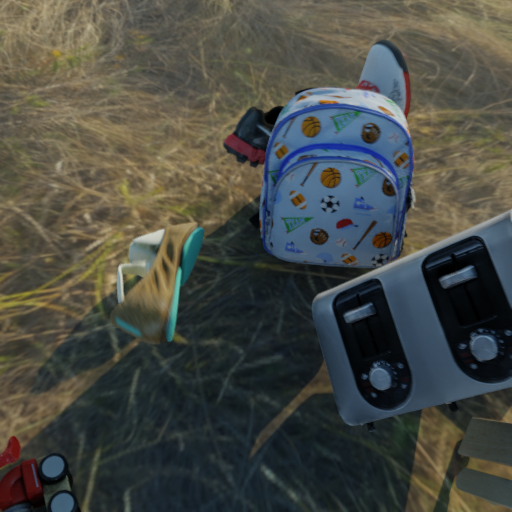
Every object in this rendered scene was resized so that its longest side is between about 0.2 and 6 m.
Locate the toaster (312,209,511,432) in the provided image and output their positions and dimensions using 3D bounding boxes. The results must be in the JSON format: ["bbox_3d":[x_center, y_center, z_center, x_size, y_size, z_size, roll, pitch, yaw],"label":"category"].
[{"bbox_3d":[2.948,0.851,7.867,3.396,3.070,2.015,-3,71,-50],"label":"toaster"}]

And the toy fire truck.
[{"bbox_3d":[-3.363,3.855,7.879,1.730,1.113,1.523,-15,57,-22],"label":"toy fire truck"}]

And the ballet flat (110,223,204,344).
[{"bbox_3d":[-1.496,0.232,8.376,1.041,0.976,2.879,12,33,-2],"label":"ballet flat"}]

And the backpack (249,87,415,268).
[{"bbox_3d":[1.367,-1.330,9.774,3.111,2.963,2.397,2,27,3],"label":"backpack"}]

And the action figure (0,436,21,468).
[{"bbox_3d":[-4.871,3.470,7.972,3.039,0.994,0.785,-37,32,-6],"label":"action figure"}]

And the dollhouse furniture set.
[{"bbox_3d":[3.970,3.599,8.313,1.671,1.362,1.590,36,71,-11],"label":"dollhouse furniture set"}]

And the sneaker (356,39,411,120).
[{"bbox_3d":[2.024,-2.505,10.846,1.586,2.958,0.988,-25,45,-20],"label":"sneaker"}]

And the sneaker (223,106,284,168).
[{"bbox_3d":[0.623,-2.281,11.250,2.554,1.248,0.903,10,24,-36],"label":"sneaker"}]
